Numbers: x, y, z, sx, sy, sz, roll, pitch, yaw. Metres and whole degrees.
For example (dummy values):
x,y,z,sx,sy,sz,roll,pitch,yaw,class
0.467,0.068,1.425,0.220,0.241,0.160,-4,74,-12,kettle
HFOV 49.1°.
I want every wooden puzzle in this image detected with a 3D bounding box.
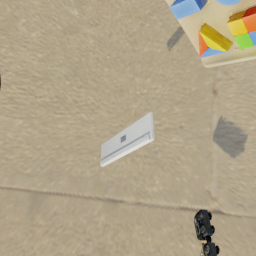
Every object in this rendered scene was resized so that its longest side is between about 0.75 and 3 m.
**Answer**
x,y,z,sx,sy,sz,roll,pitch,yaw,class
1.415,-1.789,4.359,0.436,1.744,1.883,-49,117,-24,wooden puzzle

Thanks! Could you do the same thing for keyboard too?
x,y,z,sx,sy,sz,roll,pitch,yaw,class
-0.066,0.230,4.495,0.083,1.552,0.437,19,60,-27,keyboard

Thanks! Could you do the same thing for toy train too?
x,y,z,sx,sy,sz,roll,pitch,yaw,class
1.483,2.425,5.093,0.323,0.433,1.892,13,47,-15,toy train
